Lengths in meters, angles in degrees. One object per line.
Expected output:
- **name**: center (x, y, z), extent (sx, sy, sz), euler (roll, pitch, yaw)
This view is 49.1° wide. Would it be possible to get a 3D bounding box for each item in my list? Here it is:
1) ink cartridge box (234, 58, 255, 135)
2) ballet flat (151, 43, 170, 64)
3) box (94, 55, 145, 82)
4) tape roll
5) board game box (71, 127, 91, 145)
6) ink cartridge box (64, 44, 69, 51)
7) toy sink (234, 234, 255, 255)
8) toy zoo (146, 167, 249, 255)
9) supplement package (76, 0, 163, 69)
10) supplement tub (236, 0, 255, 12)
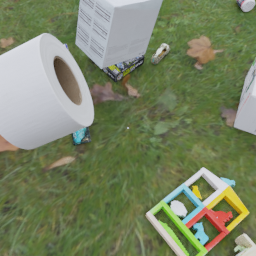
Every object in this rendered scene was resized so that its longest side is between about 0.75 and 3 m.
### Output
- **ink cartridge box**: center (4.492, -1.240, 9.370), extent (1.033, 1.789, 2.450), euler (19, 58, 13)
- **ballet flat**: center (1.370, -3.125, 11.394), extent (0.444, 0.493, 1.310), euler (30, 61, 14)
- **box**: center (-0.535, -2.900, 11.156), extent (1.536, 0.424, 1.917), euler (-38, 70, -19)
- **tape roll**: center (-2.043, -0.812, 6.621), extent (1.591, 2.317, 2.317), euler (-22, 57, 12)
- **board game box**: center (-1.610, 0.132, 9.467), extent (0.602, 0.125, 0.891), euler (-12, 58, -8)
- **ink cartridge box**: center (-3.415, -1.703, 10.383), extent (2.972, 0.603, 2.966), euler (-14, 58, -9)
- **toy sink**: center (2.993, 3.371, 6.949), extent (0.657, 0.764, 1.172), euler (-30, 62, -18)
- **toy zoo**: center (2.099, 2.314, 7.929), extent (2.723, 0.279, 1.786), euler (-33, 62, -19)
- **supplement package**: center (-0.334, -3.217, 8.449), extent (1.916, 2.004, 1.474), euler (-28, 63, -34)
- **supplement tub**: center (5.507, -5.989, 13.194), extent (0.634, 0.634, 0.903), euler (-9, 57, -6)
